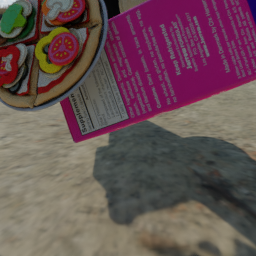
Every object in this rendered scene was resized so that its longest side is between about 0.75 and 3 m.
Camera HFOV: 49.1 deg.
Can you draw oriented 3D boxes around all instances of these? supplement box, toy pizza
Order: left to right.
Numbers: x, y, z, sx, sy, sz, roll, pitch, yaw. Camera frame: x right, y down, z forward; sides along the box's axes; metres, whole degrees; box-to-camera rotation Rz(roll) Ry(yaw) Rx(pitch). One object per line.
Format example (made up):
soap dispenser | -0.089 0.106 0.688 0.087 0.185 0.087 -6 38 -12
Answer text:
toy pizza | -0.982 -0.979 3.070 1.638 1.638 0.259 11 -10 26
supplement box | 0.363 -0.765 3.403 2.315 1.197 1.172 -18 1 18

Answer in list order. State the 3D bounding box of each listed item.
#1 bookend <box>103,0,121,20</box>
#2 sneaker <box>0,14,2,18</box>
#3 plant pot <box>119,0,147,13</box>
bookend | -0.777 -4.097 9.285 2.357 2.372 1.093 21 3 0
sneaker | -2.845 -1.757 5.285 2.374 0.941 0.895 22 -8 21
plant pot | 1.072 -3.732 7.838 2.118 2.118 1.938 -10 7 -23
